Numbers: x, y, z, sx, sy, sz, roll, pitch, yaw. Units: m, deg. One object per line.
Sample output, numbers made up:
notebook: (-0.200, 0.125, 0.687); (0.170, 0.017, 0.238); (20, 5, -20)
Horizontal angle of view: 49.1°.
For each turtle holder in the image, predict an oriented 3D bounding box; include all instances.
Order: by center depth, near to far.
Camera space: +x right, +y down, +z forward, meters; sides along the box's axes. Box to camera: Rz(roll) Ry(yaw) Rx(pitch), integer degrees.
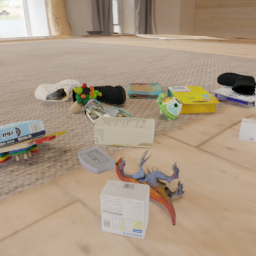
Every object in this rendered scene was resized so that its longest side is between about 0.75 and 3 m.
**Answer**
turtle holder: (1.777, -0.969, 12.001); (1.159, 0.823, 0.881); (51, 26, 12)

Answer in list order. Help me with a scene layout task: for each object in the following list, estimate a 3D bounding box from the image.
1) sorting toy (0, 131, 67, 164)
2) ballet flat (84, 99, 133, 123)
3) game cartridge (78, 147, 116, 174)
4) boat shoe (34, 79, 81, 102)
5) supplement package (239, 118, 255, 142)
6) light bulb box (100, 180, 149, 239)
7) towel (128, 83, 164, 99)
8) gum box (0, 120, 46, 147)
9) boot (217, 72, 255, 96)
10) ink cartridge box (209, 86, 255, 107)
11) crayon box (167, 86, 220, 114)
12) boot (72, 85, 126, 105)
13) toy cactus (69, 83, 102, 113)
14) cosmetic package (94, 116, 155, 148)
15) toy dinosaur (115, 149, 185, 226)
sorting toy: (-3.367, 0.660, 8.782); (2.916, 0.493, 1.406); (-12, 8, 6)
ballet flat: (-0.926, -0.436, 11.457); (0.974, 0.974, 2.708); (-20, 31, -38)
game cartridge: (-1.011, 0.999, 8.782); (0.869, 0.264, 1.303); (-11, 26, -32)
boat shoe: (-3.353, -1.783, 14.321); (0.977, 0.998, 2.818); (33, 34, 27)
supplement package: (4.583, 0.098, 10.231); (0.896, 0.698, 0.497); (11, 26, 24)
light bulb box: (-0.051, 1.758, 6.118); (0.975, 0.984, 0.614); (6, 23, 13)
towel: (0.974, -2.178, 15.910); (1.961, 0.290, 2.674); (0, 24, -1)
gum box: (-4.149, 0.237, 9.201); (2.046, 0.536, 2.408); (-19, 10, -36)
boot: (5.600, -2.248, 14.449); (2.068, 0.765, 1.695); (9, 30, 19)
ink cartridge box: (5.775, -1.652, 14.472); (2.310, 0.469, 2.305); (-19, 30, -36)
crayon box: (3.048, -1.336, 13.471); (1.744, 0.698, 2.747); (-2, 23, -5)
boot: (-1.509, -1.604, 13.797); (2.099, 0.948, 2.561); (-10, 19, -26)
toy cactus: (-2.023, -1.297, 12.681); (1.562, 0.968, 1.893); (-36, -16, 6)
cosmetic package: (-0.094, 0.131, 10.107); (2.057, 0.731, 1.082); (4, 24, 9)
toy dinosaur: (0.397, 1.323, 7.276); (1.941, 1.123, 2.139); (-9, 29, 27)
